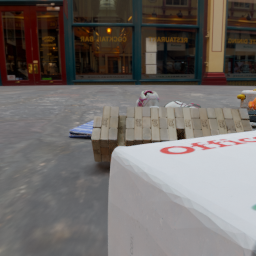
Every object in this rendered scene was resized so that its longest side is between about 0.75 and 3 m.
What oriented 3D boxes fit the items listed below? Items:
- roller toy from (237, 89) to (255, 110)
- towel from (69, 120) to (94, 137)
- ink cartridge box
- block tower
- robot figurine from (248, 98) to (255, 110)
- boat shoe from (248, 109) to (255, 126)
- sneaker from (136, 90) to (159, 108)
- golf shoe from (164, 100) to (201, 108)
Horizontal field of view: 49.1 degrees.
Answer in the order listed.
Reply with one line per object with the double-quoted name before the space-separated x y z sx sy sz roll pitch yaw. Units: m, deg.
"roller toy" 6.104 -1.401 13.537 1.365 0.954 1.245 10 15 43
"towel" -0.384 0.013 8.093 1.742 0.287 2.406 5 14 18
"ink cartridge box" 1.390 0.820 0.911 2.138 1.234 2.927 -5 12 -25
"block tower" 0.792 0.135 4.942 2.764 0.799 0.746 2 54 0
"robot figurine" 5.616 -0.950 11.666 0.964 0.782 1.340 37 18 9
"boat shoe" 4.740 -0.532 9.128 2.865 0.864 1.083 -3 11 -18
"sneaker" 0.921 -1.217 12.471 0.902 0.978 2.217 -3 11 -15
"golf shoe" 2.182 -0.744 11.126 1.548 0.597 0.682 0 17 1
